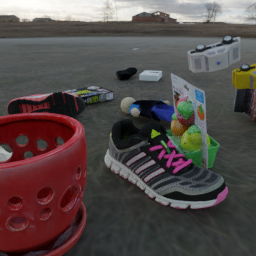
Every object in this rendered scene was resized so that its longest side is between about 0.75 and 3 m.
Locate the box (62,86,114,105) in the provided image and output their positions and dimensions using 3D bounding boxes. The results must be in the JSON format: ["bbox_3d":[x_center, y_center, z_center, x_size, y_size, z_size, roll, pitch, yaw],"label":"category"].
[{"bbox_3d":[-1.597,-1.292,11.142,1.644,0.364,1.317,-16,27,-34],"label":"box"}]

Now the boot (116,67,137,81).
[{"bbox_3d":[-0.008,-2.884,14.949,1.281,0.474,1.050,-12,22,-10],"label":"boot"}]

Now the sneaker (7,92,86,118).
[{"bbox_3d":[-2.671,-0.858,9.358,2.467,0.909,1.070,-3,21,-7],"label":"sneaker"}]

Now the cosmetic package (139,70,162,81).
[{"bbox_3d":[1.223,-2.792,14.925,0.968,0.332,1.284,4,22,16],"label":"cosmetic package"}]

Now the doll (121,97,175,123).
[{"bbox_3d":[0.844,-0.534,8.811,2.842,0.689,1.939,19,25,40],"label":"doll"}]

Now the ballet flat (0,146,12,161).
[{"bbox_3d":[-2.821,0.845,5.067,2.839,1.037,1.037,-9,24,-21],"label":"ballet flat"}]

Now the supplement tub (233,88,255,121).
[{"bbox_3d":[4.691,-0.823,8.548,2.705,1.446,1.446,9,24,20],"label":"supplement tub"}]

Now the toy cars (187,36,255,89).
[{"bbox_3d":[2.517,-1.353,6.338,2.456,1.101,0.544,15,42,-21],"label":"toy cars"}]

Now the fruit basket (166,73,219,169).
[{"bbox_3d":[1.265,-0.088,6.139,0.903,1.926,1.784,-18,25,-5],"label":"fruit basket"}]

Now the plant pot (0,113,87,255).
[{"bbox_3d":[-1.526,0.846,4.031,1.896,1.726,1.896,1,22,0],"label":"plant pot"}]

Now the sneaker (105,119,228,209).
[{"bbox_3d":[0.580,0.544,5.446,1.032,1.224,2.798,-20,30,-41],"label":"sneaker"}]
